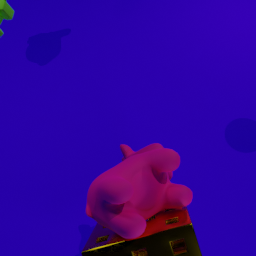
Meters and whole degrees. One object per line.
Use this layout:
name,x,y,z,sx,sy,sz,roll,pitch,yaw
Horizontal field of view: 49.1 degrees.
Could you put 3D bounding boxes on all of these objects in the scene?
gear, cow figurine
gear,-1.790,-1.352,3.041,1.061,0.196,1.061,-1,81,5
cow figurine,0.064,0.699,3.604,1.577,1.551,0.865,-23,95,-33

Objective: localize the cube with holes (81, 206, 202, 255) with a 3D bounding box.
cube with holes,0.305,1.641,3.413,1.183,1.183,1.183,-17,91,6
